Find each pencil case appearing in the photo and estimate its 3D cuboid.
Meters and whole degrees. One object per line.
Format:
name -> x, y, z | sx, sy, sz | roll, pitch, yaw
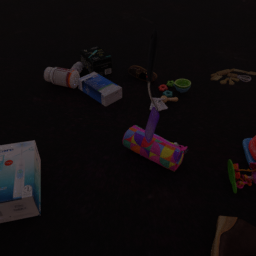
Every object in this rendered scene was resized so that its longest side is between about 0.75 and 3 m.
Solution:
pencil case -> 0.885, 0.608, 9.332 | 2.151, 0.951, 0.951 | 22, 45, 25

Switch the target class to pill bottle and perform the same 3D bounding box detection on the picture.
pill bottle -> -2.506, -2.876, 13.706 | 0.469, 0.469, 0.827 | 9, 42, 11
pill bottle -> -3.026, -2.336, 12.817 | 1.470, 0.805, 0.805 | 14, 43, 15

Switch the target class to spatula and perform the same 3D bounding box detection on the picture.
spatula -> 0.582, -0.929, 6.742 | 0.281, 2.735, 0.773 | -4, 24, -6

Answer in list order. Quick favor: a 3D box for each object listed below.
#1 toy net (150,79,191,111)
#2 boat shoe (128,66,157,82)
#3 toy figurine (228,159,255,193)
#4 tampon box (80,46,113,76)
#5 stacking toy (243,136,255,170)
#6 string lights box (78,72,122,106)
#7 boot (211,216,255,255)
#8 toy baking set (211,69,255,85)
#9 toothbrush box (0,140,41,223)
toy net -> 1.639, -1.534, 12.146 | 1.276, 0.470, 2.433 | 30, 49, 30
boat shoe -> 0.629, -2.562, 13.298 | 1.479, 0.520, 0.520 | 19, 41, 21
toy figurine -> 3.606, 1.415, 8.439 | 0.950, 0.775, 1.033 | -6, 62, 8
tampon box -> -1.572, -3.273, 13.816 | 1.091, 0.919, 1.456 | -21, 45, -22
stacking toy -> 4.755, 0.016, 8.394 | 1.642, 2.992, 1.736 | 2, 41, 2
string lights box -> -1.249, -1.758, 12.327 | 0.979, 0.562, 1.906 | -32, 50, -32
boot -> 2.805, 2.919, 6.837 | 1.366, 0.594, 1.642 | 15, 38, 18
toy baking set -> 3.867, -1.892, 10.380 | 1.535, 0.179, 1.178 | -17, 35, -8
toothbrush box -> -3.471, 1.526, 8.211 | 1.640, 0.955, 2.240 | -8, 40, -10
